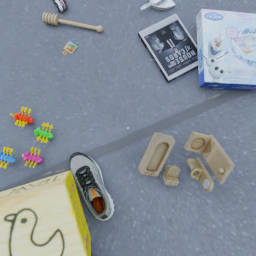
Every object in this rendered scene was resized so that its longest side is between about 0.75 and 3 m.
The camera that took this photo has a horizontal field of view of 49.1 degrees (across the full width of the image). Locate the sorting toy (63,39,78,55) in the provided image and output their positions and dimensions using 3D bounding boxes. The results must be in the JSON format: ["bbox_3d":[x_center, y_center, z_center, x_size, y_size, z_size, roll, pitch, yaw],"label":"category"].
[{"bbox_3d":[-2.292,-3.205,11.106,0.436,0.106,0.775,33,79,7],"label":"sorting toy"}]

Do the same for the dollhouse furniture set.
[{"bbox_3d":[1.728,1.233,8.877,2.012,1.639,1.913,13,118,-18],"label":"dollhouse furniture set"}]

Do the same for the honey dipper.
[{"bbox_3d":[-2.178,-4.174,11.169,2.408,0.457,0.457,12,77,1],"label":"honey dipper"}]

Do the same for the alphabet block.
[{"bbox_3d":[-2.615,2.863,8.136,2.549,2.503,2.489,-17,92,-8],"label":"alphabet block"}]

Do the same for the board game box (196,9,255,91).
[{"bbox_3d":[4.150,-2.930,10.615,2.977,0.646,2.962,3,78,-6],"label":"board game box"}]

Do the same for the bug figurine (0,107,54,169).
[{"bbox_3d":[-3.684,0.478,10.006,1.750,0.580,2.256,20,73,-2],"label":"bug figurine"}]

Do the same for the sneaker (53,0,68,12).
[{"bbox_3d":[-2.787,-5.192,11.484,0.442,0.411,1.023,-20,80,-23],"label":"sneaker"}]

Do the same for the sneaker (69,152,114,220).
[{"bbox_3d":[-1.231,1.903,9.456,0.935,1.003,2.530,-29,77,-5],"label":"sneaker"}]

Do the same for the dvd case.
[{"bbox_3d":[1.722,-3.156,10.996,1.767,0.291,2.352,-29,78,-6],"label":"dvd case"}]

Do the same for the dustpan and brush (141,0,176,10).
[{"bbox_3d":[1.111,-5.106,11.387,1.484,0.425,1.036,-36,79,-8],"label":"dustpan and brush"}]
